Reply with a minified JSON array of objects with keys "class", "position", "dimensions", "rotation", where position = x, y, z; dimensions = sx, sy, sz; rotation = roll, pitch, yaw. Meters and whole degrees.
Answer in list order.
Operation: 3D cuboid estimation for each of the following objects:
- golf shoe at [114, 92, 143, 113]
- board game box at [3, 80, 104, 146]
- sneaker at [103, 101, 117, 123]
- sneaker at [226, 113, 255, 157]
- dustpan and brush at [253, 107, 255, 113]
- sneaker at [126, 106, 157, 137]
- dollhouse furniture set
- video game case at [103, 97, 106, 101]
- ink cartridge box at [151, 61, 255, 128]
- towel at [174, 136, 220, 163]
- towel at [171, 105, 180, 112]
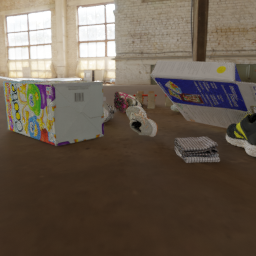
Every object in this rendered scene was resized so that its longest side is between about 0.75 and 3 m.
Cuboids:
[{"class":"golf shoe","position":[-0.056,-1.143,12.813],"dimensions":[0.997,0.786,2.165],"rotation":[1,19,-18]},{"class":"board game box","position":[-2.089,-0.549,7.606],"dimensions":[1.462,1.436,2.788],"rotation":[-11,16,-43]},{"class":"sneaker","position":[-0.822,-0.653,9.831],"dimensions":[0.925,0.843,2.256],"rotation":[-2,10,-13]},{"class":"sneaker","position":[2.748,0.045,6.145],"dimensions":[0.734,0.834,1.971],"rotation":[0,11,-2]},{"class":"dustpan and brush","position":[5.565,-0.909,11.207],"dimensions":[2.887,0.826,2.015],"rotation":[0,11,2]},{"class":"sneaker","position":[0.225,-0.223,7.426],"dimensions":[0.585,0.482,1.273],"rotation":[-1,30,-35]},{"class":"dollhouse furniture set","position":[1.325,-1.682,14.588],"dimensions":[2.098,1.093,2.121],"rotation":[1,11,5]},{"class":"video game case","position":[-2.761,-1.485,15.039],"dimensions":[2.495,0.275,2.271],"rotation":[-5,5,-27]},{"class":"ink cartridge box","position":[2.263,-0.707,6.941],"dimensions":[2.636,0.619,2.605],"rotation":[11,-19,37]},{"class":"towel","position":[1.335,0.396,5.547],"dimensions":[0.711,0.367,0.858],"rotation":[-1,11,-3]},{"class":"towel","position":[2.785,-0.973,12.003],"dimensions":[1.550,0.373,1.327],"rotation":[-2,-10,-13]}]
